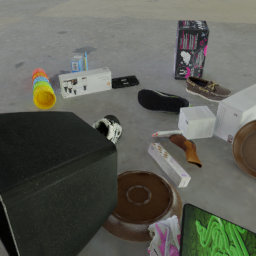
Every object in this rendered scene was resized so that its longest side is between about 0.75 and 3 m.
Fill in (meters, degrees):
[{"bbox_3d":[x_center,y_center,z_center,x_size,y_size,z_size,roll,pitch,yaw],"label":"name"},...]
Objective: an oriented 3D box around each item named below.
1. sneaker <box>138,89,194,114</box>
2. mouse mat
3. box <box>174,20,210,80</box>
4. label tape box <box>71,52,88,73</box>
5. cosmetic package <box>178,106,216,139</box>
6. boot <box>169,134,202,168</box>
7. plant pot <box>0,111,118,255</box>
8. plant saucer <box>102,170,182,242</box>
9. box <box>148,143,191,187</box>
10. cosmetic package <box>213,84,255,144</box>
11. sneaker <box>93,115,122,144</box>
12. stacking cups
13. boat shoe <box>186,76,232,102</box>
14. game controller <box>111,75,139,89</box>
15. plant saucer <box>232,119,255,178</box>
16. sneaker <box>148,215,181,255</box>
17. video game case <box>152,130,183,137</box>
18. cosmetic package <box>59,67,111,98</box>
[{"bbox_3d":[1.510,-1.034,11.528,2.322,0.833,0.962,19,14,24],"label":"sneaker"},{"bbox_3d":[2.020,2.975,5.519,2.278,0.107,2.831,25,36,-3],"label":"mouse mat"},{"bbox_3d":[3.016,-3.818,13.740,1.424,2.482,1.640,4,35,6],"label":"box"},{"bbox_3d":[-2.427,-3.162,14.114,0.456,0.988,1.380,4,35,6],"label":"label tape box"},{"bbox_3d":[2.448,-0.203,10.046,1.032,0.852,0.851,-5,35,-8],"label":"cosmetic package"},{"bbox_3d":[1.750,0.717,8.647,0.997,0.363,1.059,29,32,-20],"label":"boot"},{"bbox_3d":[-1.804,1.210,6.355,2.575,2.903,2.896,-23,40,-34],"label":"plant pot"},{"bbox_3d":[0.276,1.899,7.515,2.376,0.381,2.376,0,36,0],"label":"plant saucer"},{"bbox_3d":[1.222,1.089,8.593,0.346,0.370,1.787,2,30,-31],"label":"box"},{"bbox_3d":[4.405,-0.628,10.201,2.765,1.405,1.024,-22,40,-30],"label":"cosmetic package"},{"bbox_3d":[-0.730,0.030,9.571,0.896,1.071,2.419,2,34,6],"label":"sneaker"},{"bbox_3d":[-3.913,-1.902,12.457,0.901,0.901,2.979,-13,36,-18],"label":"stacking cups"},{"bbox_3d":[3.468,-1.720,12.130,2.161,0.643,0.776,26,54,37],"label":"boat shoe"},{"bbox_3d":[-0.185,-2.206,13.452,1.426,0.300,0.744,-13,52,-17],"label":"game controller"},{"bbox_3d":[4.284,0.661,8.577,2.047,0.374,2.047,-11,61,21],"label":"plant saucer"},{"bbox_3d":[0.859,2.792,6.013,0.807,0.744,1.829,-11,35,3],"label":"sneaker"},{"bbox_3d":[1.319,0.193,9.511,0.836,0.102,1.169,-4,-6,-5],"label":"video game case"},{"bbox_3d":[-1.884,-2.037,12.599,2.258,0.932,0.572,-14,40,-18],"label":"cosmetic package"}]
